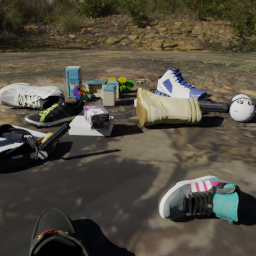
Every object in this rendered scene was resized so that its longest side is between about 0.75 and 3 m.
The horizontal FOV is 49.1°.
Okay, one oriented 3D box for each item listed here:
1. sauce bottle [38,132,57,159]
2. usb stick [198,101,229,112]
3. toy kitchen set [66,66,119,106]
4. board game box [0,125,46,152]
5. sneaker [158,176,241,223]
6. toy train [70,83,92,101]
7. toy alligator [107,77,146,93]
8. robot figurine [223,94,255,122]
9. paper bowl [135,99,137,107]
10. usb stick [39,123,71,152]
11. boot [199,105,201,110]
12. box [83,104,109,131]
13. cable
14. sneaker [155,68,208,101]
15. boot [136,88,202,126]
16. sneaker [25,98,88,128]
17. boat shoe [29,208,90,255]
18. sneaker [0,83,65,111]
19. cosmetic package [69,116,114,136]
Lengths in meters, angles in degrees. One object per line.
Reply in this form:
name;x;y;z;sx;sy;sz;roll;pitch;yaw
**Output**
sauce bottle;-2.315;0.511;8.091;0.410;0.410;1.266;-2;20;-5
usb stick;3.097;-0.992;12.397;2.552;0.416;0.708;4;13;13
toy kitchen set;-1.854;-2.090;13.743;2.689;1.584;2.154;1;19;5
board game box;-3.931;0.435;8.516;2.064;0.267;2.063;11;23;30
sneaker;1.487;1.400;5.171;1.728;0.722;1.043;-12;13;-33
toy train;-2.379;-1.867;14.116;0.752;0.550;1.300;0;46;-38
toy alligator;-0.223;-2.348;15.858;2.859;0.848;0.776;-5;61;-17
robot figurine;4.473;-0.823;11.034;1.149;0.954;1.529;-37;5;24
paper bowl;0.786;-1.259;13.035;0.950;0.494;0.950;1;20;0
usb stick;-1.930;0.253;7.412;0.982;0.272;0.160;-42;59;-6
boot;2.393;-0.790;11.777;1.216;0.439;0.919;-15;22;-37
box;-1.067;-0.379;9.335;0.657;0.570;0.994;-8;24;-19
cable;-3.599;0.446;7.483;2.212;0.562;1.805;-10;36;-27
sneaker;2.460;-2.123;13.785;2.809;1.622;1.135;17;27;40
boot;1.501;-0.887;11.076;2.280;1.068;2.934;-1;20;-3
sneaker;-2.676;-0.666;10.566;2.382;0.986;0.854;-11;22;-28
boat shoe;-0.949;1.797;3.966;0.867;0.742;2.369;-8;19;-17
sneaker;-4.207;-1.332;12.273;2.958;1.116;1.702;-5;18;-19
cosmetic package;-1.261;-0.089;9.861;1.410;0.364;1.063;2;19;5
